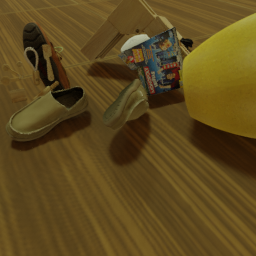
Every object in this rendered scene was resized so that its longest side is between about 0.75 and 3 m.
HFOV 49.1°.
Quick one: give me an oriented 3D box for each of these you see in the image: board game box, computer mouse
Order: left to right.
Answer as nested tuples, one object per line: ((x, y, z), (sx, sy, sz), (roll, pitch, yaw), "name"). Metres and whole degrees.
((0.676, -1.824, 7.960), (1.731, 1.733, 0.534), (-15, 5, -17), "board game box")
((1.049, -3.371, 10.972), (2.754, 0.604, 1.510), (-16, 45, -18), "computer mouse")

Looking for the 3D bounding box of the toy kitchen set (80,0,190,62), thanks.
((0.494, -2.730, 9.878), (2.825, 2.549, 2.305), (46, 24, -6), "toy kitchen set")

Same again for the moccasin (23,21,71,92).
((-2.197, -1.882, 7.838), (0.796, 2.177, 0.840), (-18, 28, 18), "moccasin")

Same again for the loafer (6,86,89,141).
((-1.943, -0.476, 6.892), (2.239, 0.755, 0.851), (-34, 72, -31), "loafer")

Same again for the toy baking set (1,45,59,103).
((-2.402, -1.286, 7.065), (1.637, 1.256, 0.190), (-37, 28, -4), "toy baking set")

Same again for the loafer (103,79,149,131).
((0.080, -0.539, 6.724), (0.740, 0.834, 2.195), (44, 33, -10), "loafer")

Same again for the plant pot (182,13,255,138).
((2.455, -1.066, 6.558), (2.074, 2.921, 2.921), (-6, 34, 23), "plant pot")
